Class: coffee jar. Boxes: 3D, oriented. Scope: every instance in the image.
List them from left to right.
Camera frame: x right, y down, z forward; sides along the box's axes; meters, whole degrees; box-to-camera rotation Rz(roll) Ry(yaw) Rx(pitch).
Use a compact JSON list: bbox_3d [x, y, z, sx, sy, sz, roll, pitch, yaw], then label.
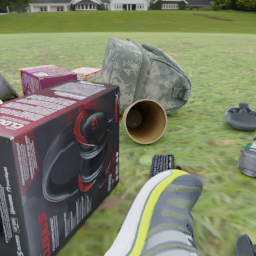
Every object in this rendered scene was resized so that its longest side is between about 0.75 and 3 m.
[{"bbox_3d":[2.606,0.480,5.548,0.492,0.601,1.153,18,27,36],"label":"coffee jar"}]

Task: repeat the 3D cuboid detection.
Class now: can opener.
[{"bbox_3d":[1.518,1.712,3.003,0.466,0.369,1.401,-31,13,19],"label":"can opener"},{"bbox_3d":[3.823,-0.209,7.414,2.476,0.652,0.823,2,57,8],"label":"can opener"}]

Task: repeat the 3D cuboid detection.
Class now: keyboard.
[{"bbox_3d":[0.759,0.783,5.428,0.638,0.136,1.062,3,24,8],"label":"keyboard"}]

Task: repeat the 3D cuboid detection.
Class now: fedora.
[{"bbox_3d":[-4.481,-1.402,9.607,0.712,1.395,1.577,-41,44,-15],"label":"fedora"}]

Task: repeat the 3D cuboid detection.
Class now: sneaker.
[{"bbox_3d":[0.377,1.480,2.817,1.157,1.056,2.859,17,35,21],"label":"sneaker"}]

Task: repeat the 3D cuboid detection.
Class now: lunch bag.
[{"bbox_3d":[0.458,-1.605,8.904,2.504,2.080,2.986,11,20,-12],"label":"lunch bag"}]

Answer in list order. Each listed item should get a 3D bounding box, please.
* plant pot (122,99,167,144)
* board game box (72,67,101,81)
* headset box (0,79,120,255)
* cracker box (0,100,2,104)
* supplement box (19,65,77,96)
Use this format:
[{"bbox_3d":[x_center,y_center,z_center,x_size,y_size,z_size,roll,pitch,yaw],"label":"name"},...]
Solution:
[{"bbox_3d":[0.281,-0.197,6.895,1.022,1.022,1.097,-6,7,-14],"label":"plant pot"},{"bbox_3d":[-2.027,-2.504,13.099,1.157,0.354,1.528,9,24,21],"label":"board game box"},{"bbox_3d":[-1.050,0.511,3.816,0.930,1.843,2.480,11,24,22],"label":"headset box"},{"bbox_3d":[-3.761,-0.287,6.406,1.728,0.744,2.580,4,12,-32],"label":"cracker box"},{"bbox_3d":[-2.769,-1.495,9.738,1.324,1.044,2.022,-16,27,-33],"label":"supplement box"}]
